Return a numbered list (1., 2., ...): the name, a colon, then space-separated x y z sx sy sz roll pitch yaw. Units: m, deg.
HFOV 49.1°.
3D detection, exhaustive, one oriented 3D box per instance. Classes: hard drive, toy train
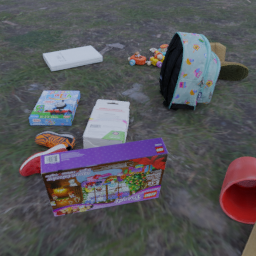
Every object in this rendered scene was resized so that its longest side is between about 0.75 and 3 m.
1. hard drive: -2.758 -3.499 13.928 2.544 0.339 1.678 -17 40 -20
2. toy train: 1.178 -3.718 13.959 1.764 0.653 2.349 23 43 27

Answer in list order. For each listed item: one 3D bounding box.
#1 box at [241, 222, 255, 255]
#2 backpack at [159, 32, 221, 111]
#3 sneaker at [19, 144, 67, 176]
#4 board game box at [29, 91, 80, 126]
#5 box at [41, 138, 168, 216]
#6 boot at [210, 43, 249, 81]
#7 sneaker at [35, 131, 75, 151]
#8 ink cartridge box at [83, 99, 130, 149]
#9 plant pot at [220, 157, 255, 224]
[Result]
1. box: 3.414 3.285 4.982 2.976 0.317 2.432 23 42 28
2. backpack: 2.233 -2.172 10.322 1.965 2.563 2.253 -1 36 -1
3. sneaker: -2.213 1.063 7.735 1.420 0.556 0.820 -32 56 -17
4. board game box: -2.634 -0.774 10.319 1.437 0.348 1.900 0 36 2
5. box: -0.503 1.175 6.485 2.662 1.821 0.520 -8 47 -10
6. boot: 4.406 -3.191 12.973 2.104 0.794 2.402 8 43 12
7. sneaker: -2.278 0.495 8.537 1.246 0.483 0.698 1 36 1
8. ink cartridge box: -0.620 -0.069 9.077 1.226 0.705 2.093 5 38 5
9. plant pot: 2.931 1.409 6.771 1.364 1.364 1.206 10 29 13
